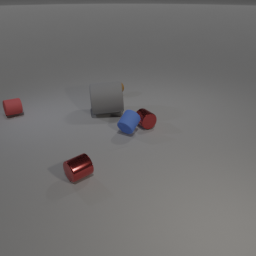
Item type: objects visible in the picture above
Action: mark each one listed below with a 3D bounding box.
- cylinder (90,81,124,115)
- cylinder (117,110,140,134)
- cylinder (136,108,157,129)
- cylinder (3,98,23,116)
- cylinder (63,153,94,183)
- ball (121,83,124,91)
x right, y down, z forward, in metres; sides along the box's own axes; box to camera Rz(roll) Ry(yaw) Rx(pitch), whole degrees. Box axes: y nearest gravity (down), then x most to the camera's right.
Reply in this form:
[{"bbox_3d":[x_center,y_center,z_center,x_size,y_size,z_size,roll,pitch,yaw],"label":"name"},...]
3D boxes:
[{"bbox_3d":[-0.947,-1.367,12.615,1.400,1.400,1.400,-6,28,-3],"label":"cylinder"},{"bbox_3d":[0.035,-0.246,11.057,0.700,0.700,0.700,16,59,28],"label":"cylinder"},{"bbox_3d":[0.729,-0.394,11.720,0.700,0.700,0.700,-13,27,-24],"label":"cylinder"},{"bbox_3d":[-5.214,-0.960,12.665,0.700,0.700,0.700,-15,31,-30],"label":"cylinder"},{"bbox_3d":[-1.527,1.221,8.614,0.700,0.700,0.700,-23,35,-32],"label":"cylinder"},{"bbox_3d":[-0.555,-2.107,14.713,0.700,0.700,0.700,0,27,0],"label":"ball"}]
